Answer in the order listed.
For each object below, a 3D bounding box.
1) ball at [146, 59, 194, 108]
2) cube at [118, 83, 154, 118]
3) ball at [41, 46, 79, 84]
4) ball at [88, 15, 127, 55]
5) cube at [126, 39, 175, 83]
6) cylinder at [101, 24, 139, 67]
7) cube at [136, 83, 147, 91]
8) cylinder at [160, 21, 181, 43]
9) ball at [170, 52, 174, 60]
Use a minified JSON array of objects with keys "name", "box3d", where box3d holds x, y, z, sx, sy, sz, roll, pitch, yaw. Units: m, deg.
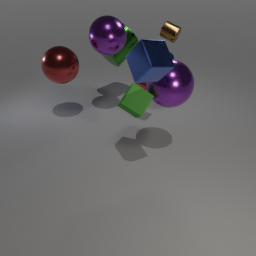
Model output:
[{"name":"ball","box3d":[1.236,-1.300,8.251,1.400,1.400,1.400,0,30,0]},{"name":"cube","box3d":[0.208,-0.782,8.117,0.700,0.700,0.700,32,-7,-8]},{"name":"ball","box3d":[-2.544,-2.373,10.569,1.400,1.400,1.400,0,30,0]},{"name":"ball","box3d":[-0.753,-3.404,10.338,1.400,1.400,1.400,0,30,0]},{"name":"cube","box3d":[0.493,-1.495,6.319,0.700,0.700,0.700,-10,75,-34]},{"name":"cylinder","box3d":[-0.468,-3.708,12.462,1.400,1.400,1.400,-48,44,-5]},{"name":"cube","box3d":[0.752,-1.625,10.750,0.700,0.700,0.700,29,59,18]},{"name":"cylinder","box3d":[1.842,-4.159,12.142,0.700,0.700,0.700,31,37,10]},{"name":"ball","box3d":[1.690,-3.011,12.318,0.700,0.700,0.700,0,30,0]}]
